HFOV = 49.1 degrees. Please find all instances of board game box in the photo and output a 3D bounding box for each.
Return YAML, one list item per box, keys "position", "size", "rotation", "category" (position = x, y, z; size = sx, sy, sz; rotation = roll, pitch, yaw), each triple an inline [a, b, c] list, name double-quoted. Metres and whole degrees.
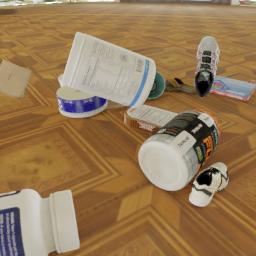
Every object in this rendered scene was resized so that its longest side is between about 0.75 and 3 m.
- position: [5.097, -2.153, 14.578]
  size: [2.711, 0.264, 1.395]
  rotation: [22, 48, 34]
  category: "board game box"

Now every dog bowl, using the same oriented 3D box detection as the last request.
- position: [-2.100, -1.374, 12.851]
  size: [2.235, 0.880, 2.235]
  rotation: [-3, 32, 2]
  category: "dog bowl"

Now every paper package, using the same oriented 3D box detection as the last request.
- position: [-4.052, -1.682, 9.822]
  size: [1.007, 1.057, 0.547]
  rotation: [21, -10, -15]
  category: "paper package"

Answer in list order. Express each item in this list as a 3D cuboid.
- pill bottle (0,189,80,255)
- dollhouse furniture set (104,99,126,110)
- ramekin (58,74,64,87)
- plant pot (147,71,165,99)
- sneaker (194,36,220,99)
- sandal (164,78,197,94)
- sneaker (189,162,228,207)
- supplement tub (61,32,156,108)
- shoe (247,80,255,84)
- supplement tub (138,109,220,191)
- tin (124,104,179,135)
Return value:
- position: [-2.630, 2.303, 6.103]
  size: [2.948, 1.765, 1.765]
  rotation: [-9, 32, -14]
  category: "pill bottle"
- position: [-0.828, -2.201, 13.354]
  size: [1.581, 1.941, 1.845]
  rotation: [-11, 31, -18]
  category: "dollhouse furniture set"
- position: [-2.756, -2.328, 14.654]
  size: [1.674, 0.780, 1.674]
  rotation: [0, 32, 0]
  category: "ramekin"
- position: [1.148, -2.142, 14.018]
  size: [1.376, 1.376, 0.922]
  rotation: [2, 4, 3]
  category: "plant pot"
- position: [2.833, -2.115, 10.081]
  size: [0.844, 2.172, 1.519]
  rotation: [3, 24, 17]
  category: "sneaker"
- position: [2.591, -2.297, 14.741]
  size: [2.315, 0.632, 0.946]
  rotation: [14, 34, 22]
  category: "sandal"
- position: [2.525, 1.506, 8.374]
  size: [0.730, 0.792, 1.980]
  rotation: [19, 35, 31]
  category: "sneaker"
- position: [-0.611, -1.789, 8.942]
  size: [2.632, 1.736, 1.736]
  rotation: [17, 28, -14]
  category: "supplement tub"
- position: [6.862, -2.416, 15.299]
  size: [0.371, 0.292, 0.816]
  rotation: [-6, 27, -8]
  category: "shoe"
- position: [1.784, 0.537, 9.006]
  size: [1.757, 1.757, 2.867]
  rotation: [21, 38, 30]
  category: "supplement tub"
- position: [1.113, -0.328, 11.652]
  size: [2.760, 0.578, 1.545]
  rotation: [18, 31, 27]
  category: "tin"
